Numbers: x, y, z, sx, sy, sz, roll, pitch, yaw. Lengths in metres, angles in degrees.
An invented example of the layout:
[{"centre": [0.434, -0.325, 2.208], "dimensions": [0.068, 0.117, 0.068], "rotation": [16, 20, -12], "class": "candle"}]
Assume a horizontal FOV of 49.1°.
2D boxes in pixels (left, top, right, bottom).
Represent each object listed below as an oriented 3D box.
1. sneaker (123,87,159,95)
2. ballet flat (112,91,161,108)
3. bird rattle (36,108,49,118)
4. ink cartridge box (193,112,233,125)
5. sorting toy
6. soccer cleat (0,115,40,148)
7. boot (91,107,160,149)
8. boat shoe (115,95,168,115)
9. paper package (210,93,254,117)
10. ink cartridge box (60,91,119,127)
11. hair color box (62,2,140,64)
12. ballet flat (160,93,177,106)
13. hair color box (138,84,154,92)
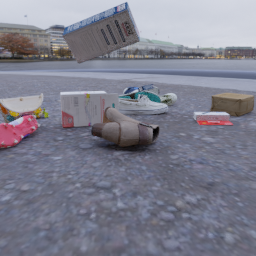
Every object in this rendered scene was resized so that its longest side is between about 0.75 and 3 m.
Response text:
[{"centre": [0.772, -2.428, 18.601], "dimensions": [2.212, 0.891, 1.619], "rotation": [-14, 24, -27], "class": "sneaker"}, {"centre": [0.278, -1.460, 15.179], "dimensions": [2.956, 1.026, 1.026], "rotation": [-5, 16, -7], "class": "ballet flat"}, {"centre": [-4.194, -0.689, 13.240], "dimensions": [0.834, 0.470, 0.680], "rotation": [7, 33, 35], "class": "bird rattle"}, {"centre": [3.765, -0.442, 12.444], "dimensions": [1.484, 0.332, 1.308], "rotation": [0, 14, 2], "class": "ink cartridge box"}, {"centre": [-4.239, -0.533, 11.177], "dimensions": [1.693, 0.904, 1.524], "rotation": [-12, -24, -33], "class": "sorting toy"}, {"centre": [-4.045, 0.159, 9.687], "dimensions": [0.946, 0.825, 2.474], "rotation": [-20, 11, 21], "class": "soccer cleat"}, {"centre": [0.056, -0.020, 9.878], "dimensions": [2.109, 1.013, 2.884], "rotation": [7, 20, 11], "class": "boot"}, {"centre": [0.686, -1.215, 14.084], "dimensions": [2.701, 0.943, 0.957], "rotation": [0, 15, -1], "class": "boat shoe"}, {"centre": [5.315, -1.242, 14.321], "dimensions": [1.624, 0.881, 1.704], "rotation": [14, 22, 42], "class": "paper package"}, {"centre": [-1.616, -0.830, 11.859], "dimensions": [2.372, 1.381, 0.800], "rotation": [-3, 14, -14], "class": "ink cartridge box"}, {"centre": [-0.943, -3.391, 10.124], "dimensions": [2.499, 1.250, 0.756], "rotation": [-16, 42, 15], "class": "hair color box"}, {"centre": [2.123, -1.615, 15.923], "dimensions": [2.035, 0.707, 0.707], "rotation": [-13, 20, -28], "class": "ballet flat"}, {"centre": [0.933, -2.051, 14.397], "dimensions": [0.829, 0.251, 0.414], "rotation": [-17, 3, -43], "class": "hair color box"}]
